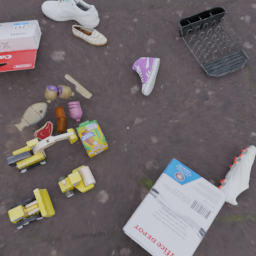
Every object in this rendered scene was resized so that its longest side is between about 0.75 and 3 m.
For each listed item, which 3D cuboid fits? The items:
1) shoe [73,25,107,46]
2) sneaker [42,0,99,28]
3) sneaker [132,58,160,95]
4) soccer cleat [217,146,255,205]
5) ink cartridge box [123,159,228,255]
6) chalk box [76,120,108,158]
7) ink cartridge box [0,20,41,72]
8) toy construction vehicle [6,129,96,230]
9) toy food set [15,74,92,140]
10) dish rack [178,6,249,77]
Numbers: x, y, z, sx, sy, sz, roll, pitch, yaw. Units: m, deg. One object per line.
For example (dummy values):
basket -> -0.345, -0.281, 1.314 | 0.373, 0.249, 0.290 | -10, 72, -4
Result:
shoe -> -1.572, -3.763, 11.316 | 1.535, 0.410, 0.537 | 22, 68, 9
sneaker -> -2.397, -4.968, 11.460 | 2.499, 1.106, 0.940 | 15, 69, 7
sneaker -> 0.554, -1.960, 10.499 | 0.955, 0.607, 1.675 | 11, 59, 11
soccer cleat -> 3.600, 1.488, 8.947 | 0.786, 0.702, 2.027 | 35, 78, 9
ink cartridge box -> 1.355, 2.528, 8.215 | 1.886, 1.106, 2.575 | 35, 72, 15
chalk box -> -1.247, 0.253, 9.411 | 0.728, 0.725, 1.171 | -26, 70, -11
ink cartridge box -> -4.877, -3.060, 10.477 | 2.900, 0.648, 2.555 | -7, 47, -3
toy construction vehicle -> -2.602, 1.476, 8.746 | 2.752, 0.969, 2.396 | -22, 68, -9
toy food set -> -2.445, -0.558, 9.601 | 1.613, 0.400, 2.537 | 40, 82, -11
dish rack -> 3.391, -3.333, 10.966 | 2.086, 0.742, 2.720 | -23, 69, -8
